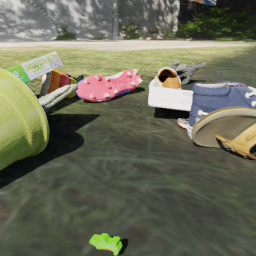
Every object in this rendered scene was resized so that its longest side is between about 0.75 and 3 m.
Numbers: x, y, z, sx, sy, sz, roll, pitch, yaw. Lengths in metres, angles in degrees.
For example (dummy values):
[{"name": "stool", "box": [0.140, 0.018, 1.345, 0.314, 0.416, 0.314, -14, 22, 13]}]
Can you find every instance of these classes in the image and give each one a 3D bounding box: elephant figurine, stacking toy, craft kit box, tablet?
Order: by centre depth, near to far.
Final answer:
[{"name": "stacking toy", "box": [0.034, 1.669, 2.756, 1.508, 0.354, 1.137, 7, 20, 23]}, {"name": "tablet", "box": [1.778, -0.840, 8.248, 2.334, 0.159, 1.519, 8, 28, 2]}, {"name": "craft kit box", "box": [-3.644, -1.417, 8.540, 2.481, 0.609, 2.512, -19, 18, 29]}, {"name": "stacking toy", "box": [-2.294, -1.486, 10.391, 1.740, 1.271, 1.271, 13, 15, -23]}, {"name": "elephant figurine", "box": [2.588, -2.564, 12.795, 1.059, 1.161, 1.496, 15, 4, -29]}]

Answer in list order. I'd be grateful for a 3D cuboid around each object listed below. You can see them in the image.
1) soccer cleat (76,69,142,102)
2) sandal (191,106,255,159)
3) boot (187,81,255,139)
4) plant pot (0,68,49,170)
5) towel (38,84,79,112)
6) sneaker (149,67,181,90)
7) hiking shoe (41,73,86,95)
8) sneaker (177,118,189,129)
[{"name": "soccer cleat", "box": [-0.744, -1.535, 10.609, 2.957, 0.986, 1.130, -25, 0, -37]}, {"name": "sandal", "box": [2.716, 0.253, 5.732, 2.786, 1.119, 0.752, 9, 44, 12]}, {"name": "boot", "box": [2.950, -0.341, 6.534, 2.997, 1.354, 1.090, 2, 21, 5]}, {"name": "plant pot", "box": [-2.735, 0.178, 4.842, 1.974, 1.974, 1.815, 9, 34, 23]}, {"name": "towel", "box": [-2.419, -0.466, 6.914, 1.933, 0.347, 2.008, -19, 17, 33]}, {"name": "sneaker", "box": [1.431, -1.684, 10.321, 1.045, 1.216, 2.871, -4, 20, -6]}, {"name": "hiking shoe", "box": [-2.538, -1.784, 11.125, 1.839, 0.797, 0.684, 1, 21, 3]}, {"name": "sneaker", "box": [1.857, -0.197, 7.518, 1.068, 0.399, 0.431, 0, 21, 3]}]
